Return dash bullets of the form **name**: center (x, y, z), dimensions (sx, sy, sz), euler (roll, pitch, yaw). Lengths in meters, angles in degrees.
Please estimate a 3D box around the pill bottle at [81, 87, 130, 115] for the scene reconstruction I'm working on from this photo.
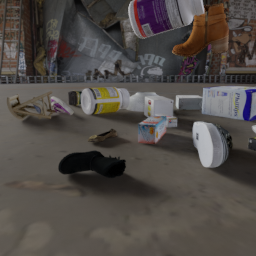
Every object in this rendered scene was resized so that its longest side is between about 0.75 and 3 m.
- **pill bottle**: center (-1.153, -1.459, 14.688), dimensions (2.339, 1.337, 1.337), euler (-8, 14, -33)

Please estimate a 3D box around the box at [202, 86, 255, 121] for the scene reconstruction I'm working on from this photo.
- **box**: center (5.450, -1.300, 13.761), dimensions (2.433, 1.388, 2.645), euler (-10, 16, -36)

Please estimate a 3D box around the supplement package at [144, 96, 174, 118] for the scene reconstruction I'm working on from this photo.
- **supplement package**: center (1.399, -0.930, 13.004), dimensions (0.934, 0.970, 1.705), euler (-1, 11, -9)

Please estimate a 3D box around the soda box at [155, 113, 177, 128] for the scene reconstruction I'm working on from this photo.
- **soda box**: center (1.550, -0.325, 11.551), dimensions (0.416, 0.389, 1.221), euler (-4, 13, -19)

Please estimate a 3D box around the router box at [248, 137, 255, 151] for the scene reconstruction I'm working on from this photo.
- **router box**: center (4.163, 0.494, 7.725), dimensions (0.987, 0.328, 1.256), euler (-7, 14, -32)

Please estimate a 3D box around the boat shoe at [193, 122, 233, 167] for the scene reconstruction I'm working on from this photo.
- **boat shoe**: center (2.229, 0.293, 7.215), dimensions (0.813, 0.985, 2.871), euler (2, 10, 6)

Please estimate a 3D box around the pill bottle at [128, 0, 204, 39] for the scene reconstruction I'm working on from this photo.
- **pill bottle**: center (1.060, -3.253, 7.755), dimensions (1.929, 1.085, 1.085), euler (-10, 7, 22)

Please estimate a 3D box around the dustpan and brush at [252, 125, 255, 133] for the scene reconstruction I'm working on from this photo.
- **dustpan and brush**: center (5.236, 0.165, 9.076), dimensions (1.494, 0.613, 2.140), euler (-12, 6, -2)

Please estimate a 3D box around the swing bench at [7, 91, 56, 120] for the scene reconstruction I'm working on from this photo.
- **swing bench**: center (-4.549, -1.059, 13.320), dimensions (1.831, 1.188, 1.821), euler (-7, 13, -6)

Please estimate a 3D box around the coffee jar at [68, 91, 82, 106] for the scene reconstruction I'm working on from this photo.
- **coffee jar**: center (-2.960, -1.947, 17.973), dimensions (1.835, 0.957, 0.783), euler (-12, 14, -41)

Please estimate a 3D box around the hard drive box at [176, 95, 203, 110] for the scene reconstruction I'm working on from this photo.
- **hard drive box**: center (3.607, -1.529, 16.572), dimensions (1.406, 0.693, 1.805), euler (1, 12, 5)

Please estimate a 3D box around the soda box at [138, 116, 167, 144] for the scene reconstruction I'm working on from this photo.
- **soda box**: center (0.841, 0.015, 9.334), dimensions (0.570, 0.613, 1.793), euler (4, 12, 18)

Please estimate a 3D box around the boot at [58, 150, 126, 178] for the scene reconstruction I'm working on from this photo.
- **boot**: center (-0.724, 0.824, 5.998), dimensions (1.213, 0.449, 0.994), euler (-11, 20, -44)

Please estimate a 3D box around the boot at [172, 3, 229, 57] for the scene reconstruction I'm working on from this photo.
- **boot**: center (2.728, -3.795, 10.986), dimensions (2.350, 1.824, 0.901), euler (8, 37, 38)

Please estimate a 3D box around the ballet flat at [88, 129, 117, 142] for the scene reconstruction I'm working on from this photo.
- **ballet flat**: center (-0.800, 0.240, 9.044), dimensions (0.432, 0.297, 1.283), euler (10, 15, 39)

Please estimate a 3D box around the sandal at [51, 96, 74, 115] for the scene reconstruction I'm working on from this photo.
- **sandal**: center (-3.616, -1.091, 14.578), dimensions (0.602, 0.997, 2.450), euler (-47, 30, -14)

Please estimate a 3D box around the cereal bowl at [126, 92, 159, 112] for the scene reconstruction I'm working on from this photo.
- **cereal bowl**: center (1.018, -1.554, 16.122), dimensions (2.296, 0.956, 2.296), euler (-1, 11, 0)
